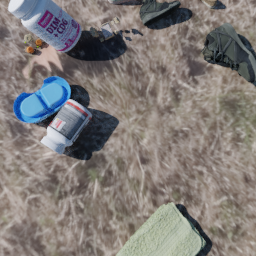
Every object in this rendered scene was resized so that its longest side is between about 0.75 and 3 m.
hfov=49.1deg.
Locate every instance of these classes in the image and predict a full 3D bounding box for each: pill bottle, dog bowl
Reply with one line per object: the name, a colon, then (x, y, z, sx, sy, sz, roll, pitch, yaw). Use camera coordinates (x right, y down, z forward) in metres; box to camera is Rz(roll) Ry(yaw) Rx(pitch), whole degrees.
pill bottle: (-3.041, -4.035, 10.445, 1.375, 2.425, 1.375, -18, 59, 32)
pill bottle: (-2.283, -0.017, 10.349, 1.094, 1.094, 1.888, 33, 79, 7)
dog bowl: (-3.258, -1.030, 10.859, 2.288, 0.567, 1.275, -33, 79, -8)

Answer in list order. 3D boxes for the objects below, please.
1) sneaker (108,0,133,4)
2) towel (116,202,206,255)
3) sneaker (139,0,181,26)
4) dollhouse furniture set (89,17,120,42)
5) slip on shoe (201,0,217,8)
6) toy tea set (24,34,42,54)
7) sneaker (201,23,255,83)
sneaker: (0.250, -5.986, 11.775, 2.376, 0.949, 0.848, -20, 78, -4)
towel: (1.135, 4.160, 9.718, 2.758, 0.503, 2.046, -41, 79, -8)
sneaker: (1.269, -5.102, 11.710, 1.808, 0.691, 1.036, -25, 85, 0)
dollhouse furniture set: (-0.858, -3.973, 11.320, 1.168, 0.517, 0.605, -21, 97, 16)
slip on shoe: (3.203, -5.727, 11.980, 0.551, 0.439, 1.450, -43, 81, -9)
toy tea set: (-3.857, -3.656, 11.602, 1.252, 0.463, 0.744, -48, 111, -13)
sneaker: (3.897, -2.740, 11.030, 1.568, 1.046, 2.737, -27, 76, -4)
